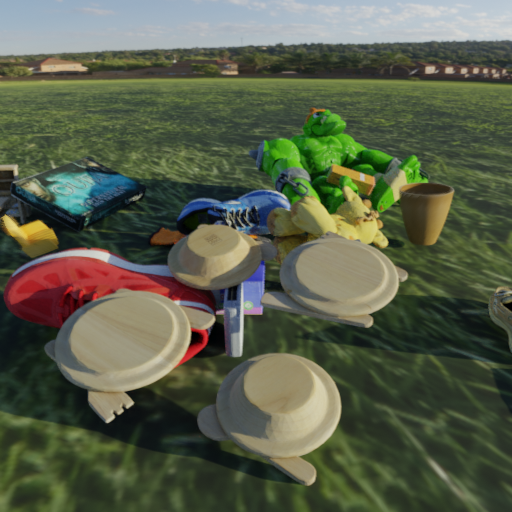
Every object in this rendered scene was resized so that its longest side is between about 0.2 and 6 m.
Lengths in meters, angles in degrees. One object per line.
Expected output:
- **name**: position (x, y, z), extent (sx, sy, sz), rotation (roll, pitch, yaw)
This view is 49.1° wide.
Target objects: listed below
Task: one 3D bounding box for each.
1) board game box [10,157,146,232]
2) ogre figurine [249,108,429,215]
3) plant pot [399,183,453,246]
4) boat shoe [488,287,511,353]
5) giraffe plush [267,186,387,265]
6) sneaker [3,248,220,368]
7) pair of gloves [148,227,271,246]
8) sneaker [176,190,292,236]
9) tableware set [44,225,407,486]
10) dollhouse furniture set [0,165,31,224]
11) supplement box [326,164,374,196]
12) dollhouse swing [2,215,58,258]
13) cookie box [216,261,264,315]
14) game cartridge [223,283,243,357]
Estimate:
- **board game box**: position (-4.219, -1.585, 13.650), extent (1.913, 0.398, 2.828), rotation (27, 28, 9)
- **ogre figurine**: position (1.812, -2.010, 13.417), extent (4.669, 2.291, 2.799), rotation (-30, 52, -26)
- **plant pot**: position (3.424, -0.825, 11.390), extent (1.050, 1.127, 1.050), rotation (-3, 21, 1)
- **boat shoe**: position (3.905, 0.854, 8.228), extent (0.708, 0.611, 1.942), rotation (5, 23, 12)
- **giraffe plush**: position (1.376, -0.425, 9.567), extent (1.921, 1.658, 1.558), rotation (4, 28, 41)
- **sneaker**: position (-2.110, 0.768, 7.698), extent (3.156, 1.236, 1.823), rotation (-1, 21, 0)
- **pair of gloves**: position (-0.634, -0.661, 12.289), extent (2.619, 0.363, 2.940), rotation (7, 23, 18)
- **sneaker**: position (-0.453, -0.675, 11.027), extent (2.415, 0.948, 1.077), rotation (-6, 20, 17)
- **tableware set**: position (-0.228, 0.723, 7.171), extent (3.495, 0.485, 4.183), rotation (17, 42, 23)
- **dollhouse furniture set**: position (-6.144, -1.457, 13.291), extent (1.393, 1.055, 1.589), rotation (-3, 22, -8)
- **supplement box**: position (2.101, -1.698, 12.478), extent (1.019, 0.339, 0.351), rotation (16, 43, -7)
- **dollhouse swing**: position (-4.349, -0.500, 10.792), extent (0.740, 0.715, 0.814), rotation (-24, 40, -18)
- **cookie box**: position (-0.566, 0.347, 9.445), extent (1.420, 0.624, 1.660), rotation (1, 22, 2)
- **game cartridge**: position (-0.313, 0.805, 7.995), extent (0.267, 0.879, 1.318), rotation (-4, 25, 2)
